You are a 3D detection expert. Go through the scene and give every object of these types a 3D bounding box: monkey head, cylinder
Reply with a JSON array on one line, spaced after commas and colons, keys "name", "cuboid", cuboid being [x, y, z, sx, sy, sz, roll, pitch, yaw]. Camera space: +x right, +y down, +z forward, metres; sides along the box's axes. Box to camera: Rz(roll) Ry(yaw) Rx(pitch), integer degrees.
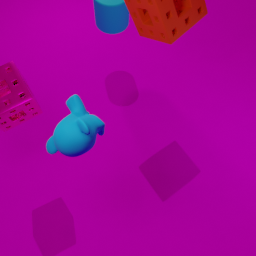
[{"name": "monkey head", "cuboid": [-0.855, -0.021, 4.358, 0.758, 1.258, 0.905, -30, 92, -44]}, {"name": "cylinder", "cuboid": [-0.481, -3.559, 8.343, 1.057, 1.057, 1.057, 1, 63, -1]}]

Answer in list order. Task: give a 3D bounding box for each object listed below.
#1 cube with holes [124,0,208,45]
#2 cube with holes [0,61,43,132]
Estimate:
[{"name": "cube with holes", "cuboid": [0.748, -2.602, 5.775, 1.104, 1.104, 1.104, -42, 42, -11]}, {"name": "cube with holes", "cuboid": [-2.281, -0.573, 5.341, 0.840, 0.840, 0.840, -29, 79, -11]}]
